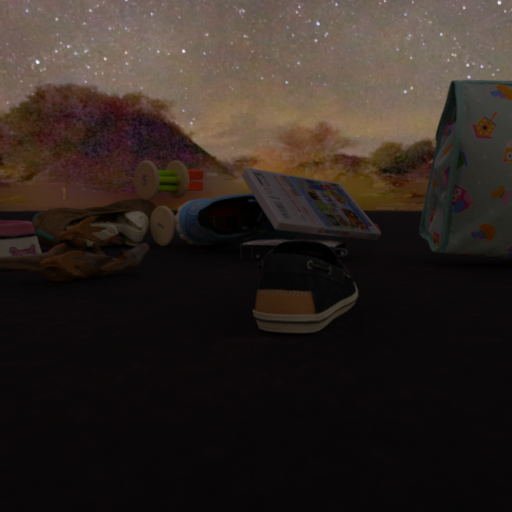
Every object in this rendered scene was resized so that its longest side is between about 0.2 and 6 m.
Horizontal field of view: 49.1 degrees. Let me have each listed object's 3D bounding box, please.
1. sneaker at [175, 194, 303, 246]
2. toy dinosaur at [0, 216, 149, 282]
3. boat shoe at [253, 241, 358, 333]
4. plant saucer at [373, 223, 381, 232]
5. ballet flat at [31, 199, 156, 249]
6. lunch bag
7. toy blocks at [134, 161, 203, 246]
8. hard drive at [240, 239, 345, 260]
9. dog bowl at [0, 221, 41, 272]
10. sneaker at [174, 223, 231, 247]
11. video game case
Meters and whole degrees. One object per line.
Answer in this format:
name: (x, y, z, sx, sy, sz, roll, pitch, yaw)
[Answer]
sneaker: (-0.012, -0.644, 10.257, 2.739, 1.074, 1.232, -8, 1, -24)
toy dinosaur: (-2.326, 0.087, 6.504, 2.403, 0.726, 1.276, 2, -21, -31)
boat shoe: (0.457, 0.175, 4.821, 0.752, 0.627, 2.015, 0, 4, 17)
plant saucer: (3.194, -0.876, 17.157, 1.217, 0.224, 1.219, 1, 5, 11)
ballet flat: (-2.915, -0.551, 11.073, 1.049, 0.984, 2.900, 27, 22, 35)
lunch bag: (3.611, -1.230, 7.988, 2.115, 2.483, 1.514, 6, 13, 6)
toy blocks: (-1.320, -1.179, 12.284, 2.309, 1.924, 0.838, -6, -21, -45)
hard drive: (0.622, -0.098, 9.170, 1.532, 0.290, 1.070, 1, 5, 18)
dog bowl: (-3.967, -0.162, 7.991, 1.756, 0.647, 1.756, 0, 6, 0)
sneaker: (-0.681, -0.452, 11.354, 0.941, 0.781, 1.970, 26, 24, 35)
video game case: (0.918, -0.850, 9.278, 2.074, 0.187, 1.485, 4, 38, -32)
